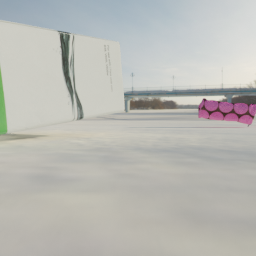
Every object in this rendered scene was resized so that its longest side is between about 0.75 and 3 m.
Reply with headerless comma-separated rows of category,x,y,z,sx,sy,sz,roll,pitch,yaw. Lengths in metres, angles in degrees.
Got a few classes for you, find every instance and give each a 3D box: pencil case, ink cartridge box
pencil case,3.073,-0.526,8.818,1.710,0.776,0.801,10,23,7
ink cartridge box,-1.656,-0.617,3.906,2.097,1.188,2.861,1,9,34
